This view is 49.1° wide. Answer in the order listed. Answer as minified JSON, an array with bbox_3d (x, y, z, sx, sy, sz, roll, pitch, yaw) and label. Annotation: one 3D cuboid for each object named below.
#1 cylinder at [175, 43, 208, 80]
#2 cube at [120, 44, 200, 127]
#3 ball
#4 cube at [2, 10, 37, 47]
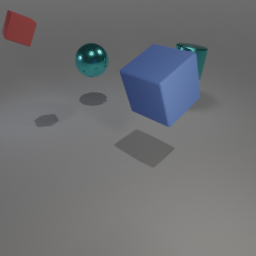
[{"bbox_3d":[2.710,-2.962,12.509,1.400,1.400,1.400,7,26,-3],"label":"cylinder"},{"bbox_3d":[0.877,-1.145,7.337,1.400,1.400,1.400,27,59,39],"label":"cube"},{"bbox_3d":[-1.503,-2.808,11.642,1.400,1.400,1.400,0,31,0],"label":"ball"},{"bbox_3d":[-3.090,-2.823,7.938,0.700,0.700,0.700,11,22,-35],"label":"cube"}]
